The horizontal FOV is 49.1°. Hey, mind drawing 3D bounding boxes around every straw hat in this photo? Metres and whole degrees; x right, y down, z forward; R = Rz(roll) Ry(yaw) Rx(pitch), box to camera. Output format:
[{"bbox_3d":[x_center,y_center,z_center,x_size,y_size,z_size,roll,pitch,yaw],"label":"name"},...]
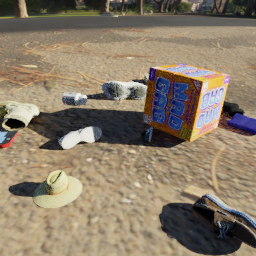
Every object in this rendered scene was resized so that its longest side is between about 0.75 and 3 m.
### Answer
[{"bbox_3d":[-1.928,1.491,7.605,1.375,0.582,1.375,-1,28,0],"label":"straw hat"}]

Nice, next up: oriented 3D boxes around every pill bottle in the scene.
[{"bbox_3d":[-2.219,-1.187,11.645,0.927,0.554,0.554,7,29,17],"label":"pill bottle"}]

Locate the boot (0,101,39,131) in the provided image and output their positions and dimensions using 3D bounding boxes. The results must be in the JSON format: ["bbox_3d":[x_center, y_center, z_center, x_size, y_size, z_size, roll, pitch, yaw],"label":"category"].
[{"bbox_3d":[-4.743,-0.478,11.225,1.941,0.700,1.501,4,29,3],"label":"boot"}]

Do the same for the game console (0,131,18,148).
[{"bbox_3d":[-4.780,0.382,10.110,1.308,0.203,1.157,-1,28,-2],"label":"game console"}]

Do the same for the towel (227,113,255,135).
[{"bbox_3d":[4.650,-0.129,11.018,1.252,0.310,0.925,24,43,38],"label":"towel"}]

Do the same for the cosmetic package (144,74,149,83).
[{"bbox_3d":[1.251,-2.772,15.924,0.497,0.351,0.961,-4,29,-8],"label":"cosmetic package"}]

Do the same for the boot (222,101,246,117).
[{"bbox_3d":[4.356,-0.776,12.079,1.189,0.440,0.974,5,29,4],"label":"boot"}]

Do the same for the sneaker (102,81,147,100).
[{"bbox_3d":[-0.157,-1.903,13.913,2.301,0.896,1.143,7,21,-6],"label":"sneaker"}]

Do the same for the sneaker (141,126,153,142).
[{"bbox_3d":[0.708,0.183,10.361,0.422,0.310,0.933,7,30,5],"label":"sneaker"}]

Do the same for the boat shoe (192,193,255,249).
[{"bbox_3d":[2.201,2.174,6.350,0.654,0.653,1.807,-20,24,-25],"label":"boat shoe"}]

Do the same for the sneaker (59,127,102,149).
[{"bbox_3d":[-1.733,0.259,10.032,1.560,0.587,0.690,-16,20,-25],"label":"sneaker"}]

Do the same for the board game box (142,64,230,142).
[{"bbox_3d":[2.133,-1.076,10.473,2.150,2.151,2.149,24,28,36],"label":"board game box"}]
